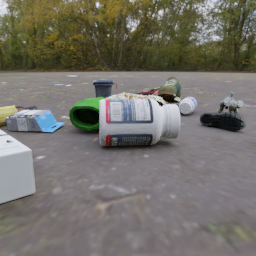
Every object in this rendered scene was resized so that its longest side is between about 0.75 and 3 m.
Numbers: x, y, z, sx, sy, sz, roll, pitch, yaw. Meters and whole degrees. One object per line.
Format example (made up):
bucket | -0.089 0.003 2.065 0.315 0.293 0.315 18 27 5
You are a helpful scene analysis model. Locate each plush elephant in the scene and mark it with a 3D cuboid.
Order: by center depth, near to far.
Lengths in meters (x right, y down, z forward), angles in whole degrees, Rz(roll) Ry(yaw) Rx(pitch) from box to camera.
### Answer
plush elephant | 4.034 -0.875 10.962 0.813 0.988 0.765 9 33 7

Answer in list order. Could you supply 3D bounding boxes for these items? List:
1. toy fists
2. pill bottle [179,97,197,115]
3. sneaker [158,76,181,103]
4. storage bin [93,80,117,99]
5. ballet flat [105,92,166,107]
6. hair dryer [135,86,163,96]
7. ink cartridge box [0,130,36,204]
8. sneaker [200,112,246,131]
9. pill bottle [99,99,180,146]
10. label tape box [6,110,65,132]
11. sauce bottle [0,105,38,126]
toy fists | -0.334 -0.384 8.563 2.820 0.970 1.438 4 22 10
pill bottle | 2.365 -0.877 11.145 0.624 0.624 1.114 5 14 20
sneaker | 1.850 -1.785 12.420 0.802 1.073 2.391 1 -4 22
storage bin | -1.136 -1.828 14.025 1.184 1.092 1.626 0 15 -2
ballet flat | 0.255 -0.794 10.186 2.647 1.001 0.846 -8 20 -20
hair dryer | 1.406 -1.818 15.502 1.844 0.658 2.421 -16 9 -1
ink cartridge box | -2.612 0.615 4.728 1.373 0.797 1.903 -11 18 -39
sneaker | 3.042 -0.273 8.848 0.595 0.566 1.500 -10 17 -42
pill bottle | 0.256 -0.143 7.072 1.947 1.164 1.164 0 14 -6
label tape box | -2.858 -0.241 8.768 1.449 0.459 1.045 1 17 10
sauce bottle | -3.924 -0.440 9.479 0.629 0.629 1.906 9 14 32
